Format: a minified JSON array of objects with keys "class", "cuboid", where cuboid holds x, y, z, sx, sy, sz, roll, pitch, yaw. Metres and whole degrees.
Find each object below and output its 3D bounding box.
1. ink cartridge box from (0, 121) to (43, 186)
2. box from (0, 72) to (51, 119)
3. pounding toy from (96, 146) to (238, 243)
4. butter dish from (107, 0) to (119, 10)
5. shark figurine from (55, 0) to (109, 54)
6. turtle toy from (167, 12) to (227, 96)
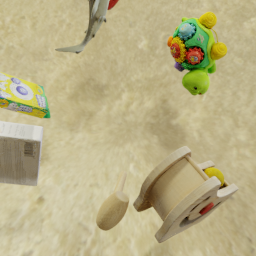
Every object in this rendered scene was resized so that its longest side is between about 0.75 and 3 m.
[{"class":"ink cartridge box","cuboid":[-2.623,0.565,5.704,1.613,1.831,0.409,7,50,-16]},{"class":"box","cuboid":[-2.656,-0.797,7.018,0.387,1.599,0.938,-42,52,27]},{"class":"pounding toy","cuboid":[0.681,0.781,4.458,2.470,1.413,1.417,-1,43,-47]},{"class":"butter dish","cuboid":[-0.631,-4.132,7.258,1.426,1.429,1.057,28,32,-29]},{"class":"shark figurine","cuboid":[-0.989,-2.918,6.931,0.957,2.292,1.370,35,33,15]},{"class":"turtle toy","cuboid":[1.696,-1.873,7.254,1.041,1.502,2.060,-18,90,-17]}]
